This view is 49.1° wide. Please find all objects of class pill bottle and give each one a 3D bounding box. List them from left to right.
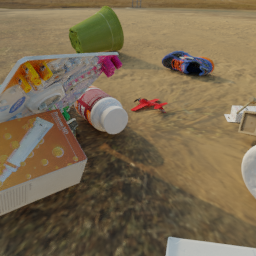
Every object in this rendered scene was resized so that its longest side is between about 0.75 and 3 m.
[{"bbox_3d":[-0.787,-0.522,8.112,1.005,1.005,1.779,-16,31,-28],"label":"pill bottle"},{"bbox_3d":[3.488,0.670,5.570,2.243,1.305,1.305,-15,31,-28],"label":"pill bottle"}]

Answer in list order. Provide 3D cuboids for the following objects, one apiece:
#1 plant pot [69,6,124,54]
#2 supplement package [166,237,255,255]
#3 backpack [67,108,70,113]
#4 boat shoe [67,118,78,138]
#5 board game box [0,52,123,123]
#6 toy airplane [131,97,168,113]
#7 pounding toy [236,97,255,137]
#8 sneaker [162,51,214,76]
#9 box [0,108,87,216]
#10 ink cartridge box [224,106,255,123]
[{"bbox_3d":[-1.948,-5.269,15.945,2.459,2.589,2.589,-28,37,-23],"label":"plant pot"},{"bbox_3d":[1.071,2.309,2.623,1.593,1.134,2.045,5,27,8],"label":"supplement package"},{"bbox_3d":[-2.642,-1.163,9.087,1.643,1.246,1.969,-13,34,-30],"label":"backpack"},{"bbox_3d":[-1.664,0.239,7.218,0.503,0.602,1.684,46,24,-6],"label":"boat shoe"},{"bbox_3d":[-1.741,-0.568,6.183,0.366,2.827,2.828,55,34,6],"label":"board game box"},{"bbox_3d":[0.753,-0.803,9.461,1.347,0.248,1.347,-1,29,1],"label":"toy airplane"},{"bbox_3d":[3.337,-0.295,7.446,0.456,0.996,0.875,13,2,-23],"label":"pounding toy"},{"bbox_3d":[2.633,-2.921,12.815,2.458,0.926,0.964,15,36,29],"label":"sneaker"},{"bbox_3d":[-2.087,0.670,5.312,2.156,1.051,1.341,-19,62,-31],"label":"box"},{"bbox_3d":[3.561,-0.428,8.661,0.993,0.331,0.575,2,28,4],"label":"ink cartridge box"}]
